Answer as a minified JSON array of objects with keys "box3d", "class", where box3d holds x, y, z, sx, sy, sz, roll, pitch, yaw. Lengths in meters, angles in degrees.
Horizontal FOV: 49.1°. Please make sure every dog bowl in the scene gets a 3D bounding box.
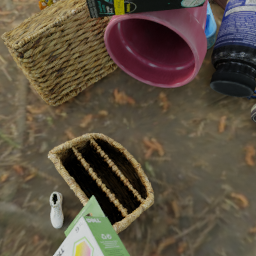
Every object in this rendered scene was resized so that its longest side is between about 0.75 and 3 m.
[{"box3d":[2.200,-3.472,9.023,1.126,0.501,2.020,-8,68,-3],"class":"dog bowl"}]

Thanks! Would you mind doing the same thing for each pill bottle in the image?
[{"box3d":[3.253,-2.360,7.842,1.557,1.557,2.784,18,84,7],"class":"pill bottle"}]

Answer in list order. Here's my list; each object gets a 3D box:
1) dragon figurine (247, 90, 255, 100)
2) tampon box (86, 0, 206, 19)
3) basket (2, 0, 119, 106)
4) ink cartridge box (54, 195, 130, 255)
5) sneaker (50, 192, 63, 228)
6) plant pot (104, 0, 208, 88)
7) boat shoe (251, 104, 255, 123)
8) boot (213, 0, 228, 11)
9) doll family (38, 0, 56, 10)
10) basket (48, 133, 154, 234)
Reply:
[{"box3d":[3.931,-0.703,7.900,0.696,0.412,1.400,-22,59,-9],"class":"dragon figurine"},{"box3d":[0.328,-3.252,5.143,2.454,1.839,1.549,-7,85,0],"class":"tampon box"},{"box3d":[-1.903,-2.390,8.375,2.862,2.132,2.042,-37,40,-14],"class":"basket"},{"box3d":[-0.566,1.996,4.203,0.978,0.559,1.884,-55,48,14],"class":"ink cartridge box"},{"box3d":[-1.773,1.996,6.835,0.318,0.499,0.864,-6,70,-4],"class":"sneaker"},{"box3d":[1.013,-2.794,7.621,2.637,2.637,2.360,22,67,9],"class":"plant pot"},{"box3d":[4.501,0.222,7.299,2.753,0.990,0.892,28,66,5],"class":"boat shoe"},{"box3d":[3.182,-4.233,9.126,2.360,0.854,1.963,-3,67,-5],"class":"boot"},{"box3d":[-2.298,-4.160,9.262,1.815,0.818,1.127,18,61,-12],"class":"doll family"},{"box3d":[-0.455,1.152,6.532,1.617,1.688,2.266,-37,72,-13],"class":"basket"}]
